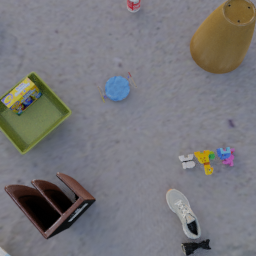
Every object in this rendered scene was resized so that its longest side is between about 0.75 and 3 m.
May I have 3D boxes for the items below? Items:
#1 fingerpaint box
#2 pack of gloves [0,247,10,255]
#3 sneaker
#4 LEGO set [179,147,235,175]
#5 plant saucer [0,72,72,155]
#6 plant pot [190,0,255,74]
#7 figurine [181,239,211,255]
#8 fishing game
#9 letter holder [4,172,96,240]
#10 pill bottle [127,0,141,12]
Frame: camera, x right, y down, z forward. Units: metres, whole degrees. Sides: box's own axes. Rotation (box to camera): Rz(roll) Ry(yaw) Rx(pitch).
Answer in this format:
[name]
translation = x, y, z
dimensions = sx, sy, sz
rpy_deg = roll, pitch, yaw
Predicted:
[fingerpaint box]
translation = -3.835, -1.116, 10.257
dimensions = 0.449, 1.022, 1.225
rpy_deg = 42, 79, 10
[pack of gloves]
translation = -4.345, 5.237, 9.195
dimensions = 2.975, 0.587, 2.499
rpy_deg = 36, 90, 12
[sneaker]
translation = 1.957, 2.877, 9.501
dimensions = 0.693, 0.842, 1.830
rpy_deg = -30, 77, -8
[LEGO set]
translation = 2.946, 1.228, 9.958
dimensions = 2.051, 0.782, 0.842
rpy_deg = -8, 76, -1
[plant saucer]
translation = -3.649, -0.546, 10.511
dimensions = 2.342, 0.562, 2.346
rpy_deg = -42, 80, -10
[plant pot]
translation = 3.639, -3.530, 10.324
dimensions = 2.256, 2.421, 2.256
rpy_deg = 0, 76, 1
[figurine]
translation = 2.383, 4.305, 9.385
dimensions = 0.983, 0.434, 1.008
rpy_deg = -8, 77, -6
[fishing game]
translation = -0.402, -1.533, 10.954
dimensions = 1.443, 0.224, 1.034
rpy_deg = -27, 77, 1
[letter holder]
translation = -2.292, 2.052, 8.714
dimensions = 1.961, 2.759, 1.387
rpy_deg = 43, 80, 10
[pill bottle]
translation = 0.240, -5.290, 11.485
dimensions = 0.563, 1.003, 0.563
rpy_deg = 0, 76, 0
